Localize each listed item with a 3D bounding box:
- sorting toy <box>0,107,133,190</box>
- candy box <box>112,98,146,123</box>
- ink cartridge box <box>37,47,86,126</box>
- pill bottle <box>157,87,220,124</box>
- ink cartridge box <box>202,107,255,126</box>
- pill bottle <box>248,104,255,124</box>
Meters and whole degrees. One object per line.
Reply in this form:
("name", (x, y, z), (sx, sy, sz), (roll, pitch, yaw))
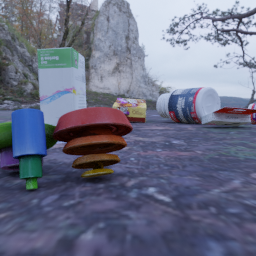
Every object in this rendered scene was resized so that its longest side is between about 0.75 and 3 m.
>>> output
("sorting toy", (-0.904, 0.309, 3.311), (1.959, 0.804, 1.177), (-11, -14, 16))
("candy box", (0.124, -1.018, 15.356), (1.732, 0.838, 2.968), (3, 15, 3))
("ink cartridge box", (-1.941, -1.048, 8.589), (1.075, 2.457, 1.785), (-3, 5, 2))
("pill bottle", (2.846, -1.084, 13.739), (1.708, 1.708, 2.856), (-4, 5, -39))
("ink cartridge box", (3.979, -0.406, 10.749), (1.741, 0.379, 1.511), (2, -10, -17))
("pill bottle", (6.320, -0.615, 12.540), (1.698, 0.955, 0.955), (4, 6, 40))
